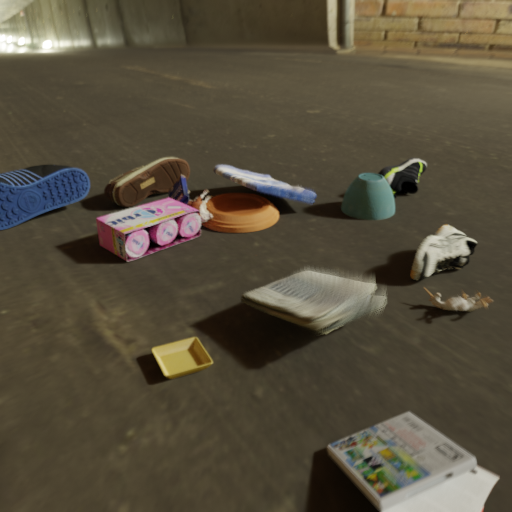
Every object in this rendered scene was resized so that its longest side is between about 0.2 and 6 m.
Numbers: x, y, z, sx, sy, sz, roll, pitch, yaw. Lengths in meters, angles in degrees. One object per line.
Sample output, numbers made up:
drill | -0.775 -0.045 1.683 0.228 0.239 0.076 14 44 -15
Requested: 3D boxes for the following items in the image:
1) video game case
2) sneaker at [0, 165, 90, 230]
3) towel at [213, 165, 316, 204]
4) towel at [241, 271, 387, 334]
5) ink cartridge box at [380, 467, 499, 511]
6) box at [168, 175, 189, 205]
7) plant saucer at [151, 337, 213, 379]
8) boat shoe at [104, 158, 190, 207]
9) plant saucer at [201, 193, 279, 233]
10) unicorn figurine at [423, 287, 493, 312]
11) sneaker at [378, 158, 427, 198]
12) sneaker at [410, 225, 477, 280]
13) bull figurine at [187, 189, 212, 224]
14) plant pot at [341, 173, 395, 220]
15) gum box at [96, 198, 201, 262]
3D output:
video game case | 1.539 2.198 6.143 1.139 0.138 1.250 -17 12 -14
sneaker | -5.624 -1.386 13.013 3.326 1.166 1.296 -19 21 -37
towel | 0.167 -1.798 13.796 1.787 0.290 2.433 8 13 -31
towel | 0.930 0.634 8.819 1.775 0.307 1.709 16 23 41
ink cartridge box | 1.819 2.599 5.678 0.768 0.355 1.410 20 32 36
box | -1.784 -1.379 12.863 0.151 0.564 0.931 23 33 -34
plant saucer | -1.073 1.504 8.082 0.718 0.174 0.718 -12 29 -22
boat shoe | -2.815 -1.984 14.346 0.901 0.899 2.436 14 29 38
plant saucer | -0.420 -1.060 13.051 1.903 0.356 1.903 -1 27 0
unicorn figurine | 3.348 0.771 9.289 0.970 0.358 0.666 19 -19 -9
sneaker | 3.910 -1.918 14.656 2.125 0.762 0.880 -22 61 -38
sneaker | 3.593 -0.022 10.595 0.807 0.696 1.840 29 43 28
bull figurine | -1.400 -1.116 12.766 1.256 0.409 0.763 9 60 44
plant pot | 2.687 -1.478 13.330 1.271 0.856 1.271 -1 26 0
gum box | -2.192 -0.607 11.781 1.946 0.643 1.104 -23 33 -38
